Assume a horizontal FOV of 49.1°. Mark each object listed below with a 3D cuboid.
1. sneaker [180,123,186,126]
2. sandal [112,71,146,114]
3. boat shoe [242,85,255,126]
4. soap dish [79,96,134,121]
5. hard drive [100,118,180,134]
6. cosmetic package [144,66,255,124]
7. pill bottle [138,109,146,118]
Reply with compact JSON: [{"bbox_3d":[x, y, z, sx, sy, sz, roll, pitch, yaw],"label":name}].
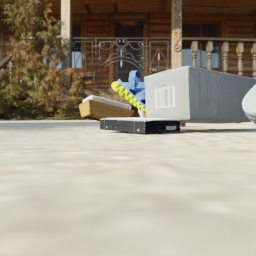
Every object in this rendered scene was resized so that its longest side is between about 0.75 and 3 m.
[{"bbox_3d":[1.777,-0.305,10.225,0.590,0.559,1.530,-9,-4,22],"label":"sneaker"},{"bbox_3d":[0.447,-0.902,7.597,1.902,0.828,0.756,39,8,14],"label":"sandal"},{"bbox_3d":[3.128,-0.874,4.711,0.829,2.523,0.908,45,2,-30],"label":"boat shoe"},{"bbox_3d":[-0.827,-0.583,10.148,1.698,0.690,1.336,13,-10,-23],"label":"soap dish"},{"bbox_3d":[0.224,-0.076,6.055,1.051,0.285,1.505,-2,4,-39],"label":"hard drive"},{"bbox_3d":[1.928,-0.691,6.954,2.786,1.256,1.488,-3,0,-37],"label":"cosmetic package"},{"bbox_3d":[1.018,-0.549,10.084,1.191,0.673,0.673,-17,2,-1],"label":"pill bottle"}]
